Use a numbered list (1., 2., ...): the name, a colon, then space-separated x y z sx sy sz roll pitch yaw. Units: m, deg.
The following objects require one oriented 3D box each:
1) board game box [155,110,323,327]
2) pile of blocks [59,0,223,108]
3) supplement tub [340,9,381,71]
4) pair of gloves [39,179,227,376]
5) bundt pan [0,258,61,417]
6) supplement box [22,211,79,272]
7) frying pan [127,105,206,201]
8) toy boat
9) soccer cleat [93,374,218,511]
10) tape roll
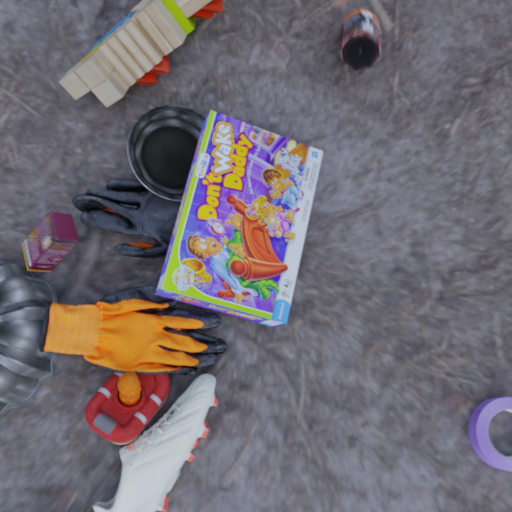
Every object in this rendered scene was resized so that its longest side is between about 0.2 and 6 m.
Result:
1. board game box: -0.220 -0.555 8.796 1.965 0.654 2.922 17 75 -14
2. pile of blocks: -1.843 -3.849 10.000 3.476 1.427 1.080 -41 121 -1
3. supplement tub: 1.821 -3.849 9.807 0.706 0.706 1.321 7 45 2
4. pair of gloves: -1.681 0.276 8.726 2.794 0.388 3.136 10 68 -6
5. bundt pan: -4.332 1.173 8.504 2.601 0.976 2.601 0 75 0
6. supplement box: -3.250 -0.207 8.813 0.959 0.411 0.529 -38 63 33
7. frying pan: -0.808 -1.605 9.306 2.670 0.435 1.615 5 79 -22
8. toy boat: -1.837 1.989 8.172 0.884 0.886 1.355 30 49 10
9. soccer cleat: -1.402 2.781 8.093 0.976 0.872 2.517 29 80 -3
10. tape roll: 3.771 2.668 8.410 1.053 0.346 1.053 0 74 0
